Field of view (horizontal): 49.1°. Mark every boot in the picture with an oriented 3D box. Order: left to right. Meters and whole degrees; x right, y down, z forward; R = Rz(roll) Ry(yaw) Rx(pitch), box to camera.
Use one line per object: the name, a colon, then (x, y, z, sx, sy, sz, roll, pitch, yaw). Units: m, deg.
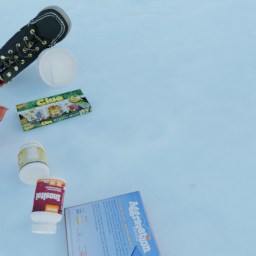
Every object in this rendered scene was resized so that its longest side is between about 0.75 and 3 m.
boot: (-2.933, -2.234, 8.038, 2.767, 0.999, 2.090, -9, 42, 45)

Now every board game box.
board game box: (-1.974, -0.520, 7.475, 1.822, 0.214, 0.954, -19, 44, -20)
board game box: (-0.133, 2.296, 4.231, 1.444, 0.273, 2.805, -12, 43, -8)

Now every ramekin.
ramekin: (-2.162, -1.848, 8.350, 1.200, 1.200, 0.559, -26, 35, -27)

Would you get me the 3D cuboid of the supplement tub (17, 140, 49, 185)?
supplement tub: (-1.984, 0.703, 5.835, 0.584, 0.584, 0.809, -14, 43, -15)

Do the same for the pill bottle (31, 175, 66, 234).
pill bottle: (-1.367, 1.312, 4.801, 0.513, 0.513, 0.907, 1, 63, 1)

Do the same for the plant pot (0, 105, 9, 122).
plant pot: (-3.354, -0.032, 5.926, 1.268, 1.268, 1.234, 14, 84, 16)
